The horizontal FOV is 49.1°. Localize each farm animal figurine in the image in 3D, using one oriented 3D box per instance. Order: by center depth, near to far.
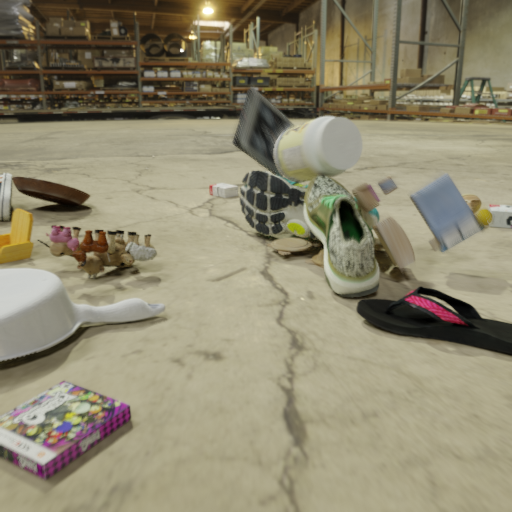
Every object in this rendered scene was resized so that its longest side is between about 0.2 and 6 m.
[{"bbox_3d":[-2.757,-0.041,9.717,1.607,0.847,1.625,2,5,-39],"label":"farm animal figurine"}]

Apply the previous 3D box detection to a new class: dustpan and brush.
[{"bbox_3d":[-2.772,0.740,7.373,3.115,0.891,2.174,-13,23,-17],"label":"dustpan and brush"}]

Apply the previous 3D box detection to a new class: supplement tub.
[{"bbox_3d":[1.159,-2.011,10.639,1.115,1.115,1.538,-10,5,-28],"label":"supplement tub"}]

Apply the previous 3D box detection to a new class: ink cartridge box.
[{"bbox_3d":[5.924,-0.903,12.977,0.981,0.406,0.715,5,18,16],"label":"ink cartridge box"},{"bbox_3d":[-0.945,-1.907,16.360,0.530,0.299,0.722,-16,23,-41],"label":"ink cartridge box"}]

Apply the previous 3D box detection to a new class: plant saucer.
[{"bbox_3d":[-5.291,-1.621,14.430,1.942,0.334,1.942,11,-4,1],"label":"plant saucer"}]

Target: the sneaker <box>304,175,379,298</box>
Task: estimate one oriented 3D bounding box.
[{"bbox_3d":[1.451,-0.642,9.153,1.023,1.179,2.661,-7,46,-8],"label":"sneaker"}]

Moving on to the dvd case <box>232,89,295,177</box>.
[{"bbox_3d":[0.223,-2.672,12.378,0.211,1.282,1.706,7,-13,40],"label":"dvd case"}]

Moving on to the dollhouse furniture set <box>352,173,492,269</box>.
[{"bbox_3d":[2.847,-0.846,9.478,1.821,1.719,1.188,-30,-3,8],"label":"dollhouse furniture set"}]

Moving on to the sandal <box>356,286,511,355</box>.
[{"bbox_3d":[2.547,0.764,7.425,2.417,0.545,0.908,9,20,27],"label":"sandal"}]

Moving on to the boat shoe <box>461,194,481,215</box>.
[{"bbox_3d":[4.720,-0.962,12.944,1.783,0.636,0.575,-22,33,-32],"label":"boat shoe"}]

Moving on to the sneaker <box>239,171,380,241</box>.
[{"bbox_3d":[0.982,-0.970,11.671,3.375,1.308,1.344,21,19,39],"label":"sneaker"}]

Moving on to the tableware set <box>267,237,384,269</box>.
[{"bbox_3d":[1.427,-0.171,10.943,2.141,0.248,1.789,-16,23,-38],"label":"tableware set"}]

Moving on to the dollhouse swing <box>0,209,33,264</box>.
[{"bbox_3d":[-4.774,-0.400,10.684,0.858,0.830,0.944,-15,24,-41],"label":"dollhouse swing"}]

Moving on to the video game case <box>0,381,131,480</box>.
[{"bbox_3d":[-1.911,1.608,5.335,0.964,0.190,1.063,10,20,30],"label":"video game case"}]

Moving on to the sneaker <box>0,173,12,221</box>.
[{"bbox_3d":[-6.624,-1.535,14.023,0.972,0.960,2.448,2,17,-21],"label":"sneaker"}]
